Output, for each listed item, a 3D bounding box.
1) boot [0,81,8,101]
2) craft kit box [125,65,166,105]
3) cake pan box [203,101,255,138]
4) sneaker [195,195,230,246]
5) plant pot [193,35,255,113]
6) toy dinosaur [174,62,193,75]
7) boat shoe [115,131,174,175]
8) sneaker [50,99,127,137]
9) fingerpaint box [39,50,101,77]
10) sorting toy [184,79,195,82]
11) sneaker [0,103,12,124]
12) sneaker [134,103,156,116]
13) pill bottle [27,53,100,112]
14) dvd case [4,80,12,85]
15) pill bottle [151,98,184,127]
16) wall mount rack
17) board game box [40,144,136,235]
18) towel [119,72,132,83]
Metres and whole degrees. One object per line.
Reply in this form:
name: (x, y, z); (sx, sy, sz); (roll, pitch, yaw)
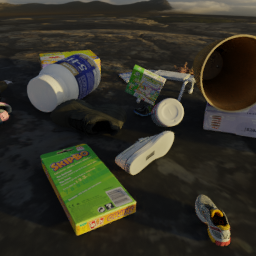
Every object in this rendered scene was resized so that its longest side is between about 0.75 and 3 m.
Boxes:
boot: (-5.440, -1.372, 11.652); (0.824, 0.635, 1.699); (21, 41, 15)
craft kit box: (0.431, -1.096, 7.224); (0.859, 0.849, 0.208); (25, 47, 2)
cake pan box: (4.299, -0.603, 9.888); (2.991, 0.782, 2.755); (10, 31, 18)
sneaker: (1.738, 1.747, 5.655); (0.468, 0.494, 1.202); (-5, 27, -11)
plant pot: (3.008, -1.914, 9.092); (2.225, 2.225, 2.388); (-3, 21, -6)
toy dinosaur: (2.955, -2.992, 14.733); (1.320, 0.566, 0.895); (-14, 37, -15)
boat shoe: (0.495, 0.573, 7.741); (0.666, 0.730, 2.028); (26, 44, 35)
sneaker: (-1.378, -0.273, 9.137); (2.560, 0.972, 1.162); (2, 36, 11)
fingerpaint box: (-3.075, -3.255, 14.645); (2.821, 1.035, 2.354); (-10, 28, -17)
sorting toy: (3.092, -2.596, 14.342); (1.079, 0.159, 0.798); (-15, 31, -26)
sneaker: (-4.521, -0.299, 9.208); (0.974, 0.833, 2.374); (-7, 29, -7)
sneaker: (0.778, -0.761, 10.435); (1.247, 0.517, 0.442); (-10, 28, -18)
pill bottle: (-2.490, -1.787, 11.091); (1.755, 1.755, 2.932); (10, 30, 19)
dvd case: (-6.102, -2.158, 13.609); (0.571, 0.061, 0.768); (16, 31, 29)
pill bottle: (1.197, -0.451, 8.973); (0.843, 0.843, 1.409); (-2, -2, -5)
wall mount rack: (1.661, -1.722, 11.862); (2.811, 1.048, 2.443); (13, 27, 24)
board game box: (-1.101, 1.252, 6.726); (1.350, 0.424, 2.827); (-14, 33, -26)
towel: (0.180, -2.601, 14.355); (1.052, 0.171, 1.433); (-10, 27, -15)
